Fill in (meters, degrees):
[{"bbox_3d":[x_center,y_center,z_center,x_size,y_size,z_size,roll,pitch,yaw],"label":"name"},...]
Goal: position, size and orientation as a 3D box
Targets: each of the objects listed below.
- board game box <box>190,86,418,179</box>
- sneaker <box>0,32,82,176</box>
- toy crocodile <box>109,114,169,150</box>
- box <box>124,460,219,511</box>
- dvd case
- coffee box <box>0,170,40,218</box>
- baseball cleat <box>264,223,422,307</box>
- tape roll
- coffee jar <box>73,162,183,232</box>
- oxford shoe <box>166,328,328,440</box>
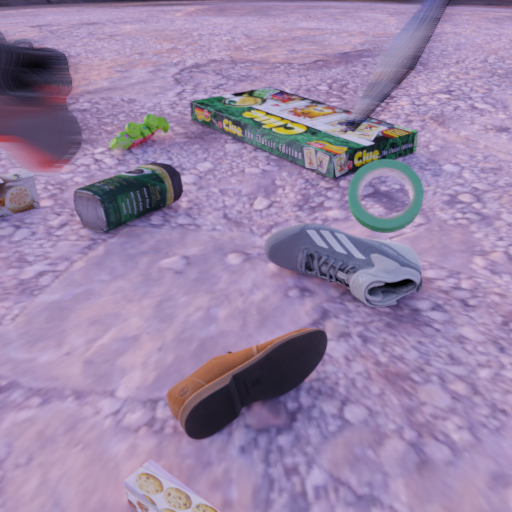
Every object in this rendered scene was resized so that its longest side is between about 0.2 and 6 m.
[{"bbox_3d":[1.065,-3.568,15.258,3.086,0.691,5.891,-24,38,-32],"label":"board game box"},{"bbox_3d":[-2.696,-1.884,6.961,1.315,1.238,3.212,-32,1,6],"label":"sneaker"},{"bbox_3d":[-3.066,-3.210,14.731,0.670,0.613,1.986,-29,10,40],"label":"toy crocodile"},{"bbox_3d":[-0.472,2.539,5.122,1.842,0.356,0.382,23,37,33],"label":"box"},{"bbox_3d":[1.720,-2.389,6.524,0.157,1.278,1.792,34,64,-7],"label":"dvd case"},{"bbox_3d":[-5.056,-1.200,11.114,1.280,0.732,0.510,-19,35,-30],"label":"coffee box"},{"bbox_3d":[1.309,0.124,8.725,2.526,0.881,1.344,4,31,9],"label":"baseball cleat"},{"bbox_3d":[1.772,-0.824,7.713,1.006,1.006,0.242,7,-13,11],"label":"tape roll"},{"bbox_3d":[-2.441,-1.195,10.953,1.054,0.863,2.022,14,32,40],"label":"coffee jar"},{"bbox_3d":[-0.083,1.340,6.813,2.199,0.784,0.784,-20,29,-29],"label":"oxford shoe"}]
